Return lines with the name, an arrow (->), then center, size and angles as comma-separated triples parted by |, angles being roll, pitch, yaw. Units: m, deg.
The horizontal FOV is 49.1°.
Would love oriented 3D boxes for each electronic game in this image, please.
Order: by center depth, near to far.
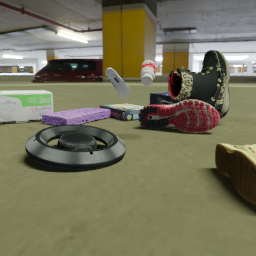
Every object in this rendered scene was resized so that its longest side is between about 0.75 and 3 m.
electronic game -> -1.206, 0.411, 6.657 | 2.328, 0.485, 2.328 | 5, 18, -2

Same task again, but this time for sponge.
sponge -> -2.020, -0.481, 11.331 | 1.432, 0.383, 2.567 | 7, 13, 33

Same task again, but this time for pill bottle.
pill bottle -> 0.572, -1.589, 8.105 | 0.426, 0.426, 0.759 | 2, 45, 8

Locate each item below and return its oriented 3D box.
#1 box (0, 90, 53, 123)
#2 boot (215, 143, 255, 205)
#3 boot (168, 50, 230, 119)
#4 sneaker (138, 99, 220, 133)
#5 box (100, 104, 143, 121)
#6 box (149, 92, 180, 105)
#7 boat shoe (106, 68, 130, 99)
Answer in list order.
box -> -4.494, -0.928, 11.609 | 2.428, 1.174, 2.143 | -4, 10, -23
boot -> 2.551, 0.697, 4.804 | 1.572, 0.736, 2.022 | 0, 8, -2
boot -> 2.671, -1.989, 10.544 | 2.299, 3.043, 1.099 | 16, -27, -26
sneaker -> 1.736, -0.468, 9.535 | 2.694, 1.086, 1.006 | 5, 10, 28
box -> -0.074, -0.734, 12.424 | 1.519, 0.419, 2.224 | -8, 14, -33
box -> 2.011, -0.937, 11.865 | 1.483, 1.046, 2.004 | -7, 14, -27
boat shoe -> -0.467, -2.142, 13.218 | 0.576, 1.677, 0.475 | -35, 19, 3
